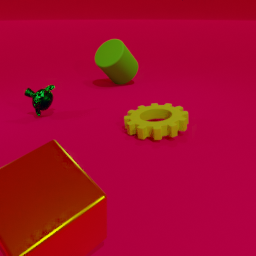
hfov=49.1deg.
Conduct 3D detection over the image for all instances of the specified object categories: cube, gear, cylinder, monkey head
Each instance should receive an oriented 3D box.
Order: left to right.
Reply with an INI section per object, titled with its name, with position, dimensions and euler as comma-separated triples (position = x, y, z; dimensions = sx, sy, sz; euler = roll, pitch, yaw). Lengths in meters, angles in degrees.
[monkey head]
position = -2.583, -0.880, 8.173
dimensions = 0.747, 1.038, 0.626
euler = 28, 3, 12
[cube]
position = -0.967, 1.007, 3.277
dimensions = 1.057, 1.057, 1.057
euler = -31, 56, -29
[cylinder]
position = -0.457, -2.697, 11.527
dimensions = 1.347, 1.347, 1.347
euler = 17, -14, 35
[gear]
position = 0.735, -0.208, 7.354
dimensions = 1.629, 0.301, 1.629
euler = -5, 26, 3
